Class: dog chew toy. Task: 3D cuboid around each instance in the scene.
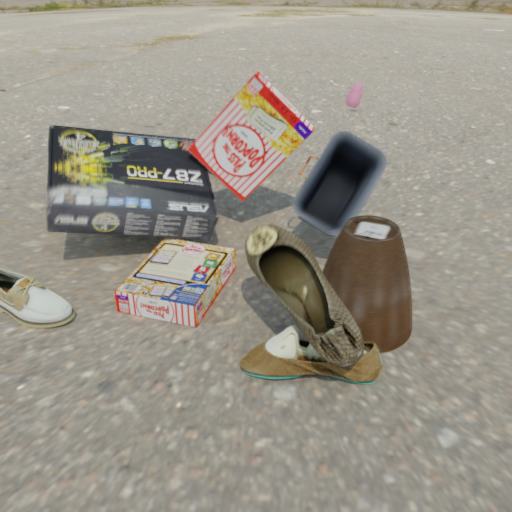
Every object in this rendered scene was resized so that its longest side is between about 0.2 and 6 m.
[{"bbox_3d":[2.238,-3.637,12.669,0.338,0.543,0.338,18,15,-5],"label":"dog chew toy"}]

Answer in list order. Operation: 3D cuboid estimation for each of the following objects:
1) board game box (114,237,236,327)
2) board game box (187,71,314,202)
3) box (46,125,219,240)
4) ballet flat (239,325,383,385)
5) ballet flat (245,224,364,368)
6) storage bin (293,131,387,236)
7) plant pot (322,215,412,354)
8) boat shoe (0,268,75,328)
[{"bbox_3d":[-1.406,0.410,10.271,1.534,0.469,2.025,10,32,16],"label":"board game box"},{"bbox_3d":[-0.118,-2.403,11.485,1.605,2.119,0.491,42,25,-10],"label":"board game box"},{"bbox_3d":[-2.554,-1.500,11.361,3.197,0.785,2.577,3,47,-20],"label":"box"},{"bbox_3d":[0.812,1.422,8.288,2.115,0.765,0.717,5,28,8],"label":"ballet flat"},{"bbox_3d":[0.605,0.454,8.146,0.925,0.636,2.745,-38,56,7],"label":"ballet flat"},{"bbox_3d":[1.483,-1.336,11.144,1.382,1.899,1.275,31,-7,2],"label":"storage bin"},{"bbox_3d":[1.779,0.346,9.060,1.712,1.831,1.712,0,31,0],"label":"plant pot"},{"bbox_3d":[-3.976,0.701,9.622,1.869,0.639,0.699,12,33,20],"label":"boat shoe"}]
